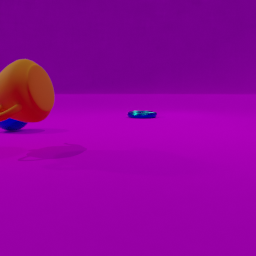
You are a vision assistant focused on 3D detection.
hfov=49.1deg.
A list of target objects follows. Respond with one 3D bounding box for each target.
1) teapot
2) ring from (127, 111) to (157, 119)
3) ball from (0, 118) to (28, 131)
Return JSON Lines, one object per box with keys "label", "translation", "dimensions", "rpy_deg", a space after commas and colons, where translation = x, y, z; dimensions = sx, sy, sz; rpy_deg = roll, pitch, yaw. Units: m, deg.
{"label": "teapot", "translation": [-1.720, -0.594, 4.590], "dimensions": [0.806, 1.023, 1.645], "rpy_deg": [-11, 33, 14]}
{"label": "ring", "translation": [0.540, -0.517, 10.642], "dimensions": [1.148, 0.230, 1.148], "rpy_deg": [0, 8, 0]}
{"label": "ball", "translation": [-2.879, -0.407, 6.920], "dimensions": [0.958, 0.958, 0.958], "rpy_deg": [0, 8, 0]}
